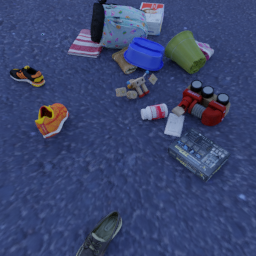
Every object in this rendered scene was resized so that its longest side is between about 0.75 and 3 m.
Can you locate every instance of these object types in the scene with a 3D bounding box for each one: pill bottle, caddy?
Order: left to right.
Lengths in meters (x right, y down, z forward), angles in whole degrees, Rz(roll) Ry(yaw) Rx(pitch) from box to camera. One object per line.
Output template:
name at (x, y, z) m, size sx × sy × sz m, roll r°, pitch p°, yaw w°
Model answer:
caddy at (0.774, -3.358, 13.036) m, size 1.920 × 1.008 × 1.357 m, roll 21°, pitch 46°, yaw 4°
pill bottle at (1.014, -0.608, 10.861) m, size 0.958 × 0.538 × 0.538 m, roll -11°, pitch 48°, yaw -9°

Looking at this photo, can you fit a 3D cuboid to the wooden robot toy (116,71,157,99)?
wooden robot toy at (0.268, -1.729, 11.937) m, size 2.022 × 0.891 × 0.918 m, roll -33°, pitch 20°, yaw -26°

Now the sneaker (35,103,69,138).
sneaker at (-2.708, -0.519, 10.078) m, size 0.867 × 0.916 × 2.374 m, roll -22°, pitch 23°, yaw 2°

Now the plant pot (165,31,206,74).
plant pot at (2.761, -3.342, 12.882) m, size 1.588 × 1.588 × 1.508 m, roll -24°, pitch 65°, yaw -20°

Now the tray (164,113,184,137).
tray at (1.795, -0.160, 10.732) m, size 0.609 × 0.126 × 1.135 m, roll 11°, pitch 49°, yaw 12°

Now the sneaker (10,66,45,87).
sneaker at (-4.494, -2.461, 12.354) m, size 1.825 × 0.821 × 0.638 m, roll 20°, pitch 51°, yaw 18°

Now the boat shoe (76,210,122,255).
boat shoe at (-0.828, 3.018, 7.470) m, size 0.704 × 0.647 × 1.970 m, roll 25°, pitch 52°, yaw 21°

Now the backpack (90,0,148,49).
backpack at (-0.403, -4.963, 13.828) m, size 2.756 × 2.300 × 1.744 m, roll 1°, pitch 69°, yaw -14°

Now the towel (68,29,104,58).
towel at (-2.015, -4.444, 14.560) m, size 1.622 × 0.256 × 2.252 m, roll 9°, pitch 48°, yaw 9°

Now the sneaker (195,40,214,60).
sneaker at (3.656, -3.926, 13.910) m, size 0.638 × 0.588 × 1.446 m, roll -29°, pitch 62°, yaw -25°

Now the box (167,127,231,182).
box at (2.409, 0.866, 9.584) m, size 1.323 × 0.428 × 1.678 m, roll -36°, pitch 57°, yaw -29°

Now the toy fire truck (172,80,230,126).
toy fire truck at (2.624, -0.725, 10.615) m, size 1.792 × 1.310 × 2.036 m, roll 34°, pitch 67°, yaw 26°

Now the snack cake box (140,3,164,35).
snack cake box at (1.253, -6.171, 15.769) m, size 1.340 × 0.783 × 2.330 m, roll 7°, pitch 48°, yaw 9°

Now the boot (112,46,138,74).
boot at (0.044, -3.225, 13.331) m, size 1.237 × 0.467 × 1.412 m, roll -31°, pitch 53°, yaw -10°
